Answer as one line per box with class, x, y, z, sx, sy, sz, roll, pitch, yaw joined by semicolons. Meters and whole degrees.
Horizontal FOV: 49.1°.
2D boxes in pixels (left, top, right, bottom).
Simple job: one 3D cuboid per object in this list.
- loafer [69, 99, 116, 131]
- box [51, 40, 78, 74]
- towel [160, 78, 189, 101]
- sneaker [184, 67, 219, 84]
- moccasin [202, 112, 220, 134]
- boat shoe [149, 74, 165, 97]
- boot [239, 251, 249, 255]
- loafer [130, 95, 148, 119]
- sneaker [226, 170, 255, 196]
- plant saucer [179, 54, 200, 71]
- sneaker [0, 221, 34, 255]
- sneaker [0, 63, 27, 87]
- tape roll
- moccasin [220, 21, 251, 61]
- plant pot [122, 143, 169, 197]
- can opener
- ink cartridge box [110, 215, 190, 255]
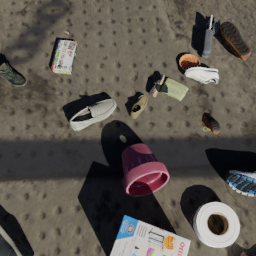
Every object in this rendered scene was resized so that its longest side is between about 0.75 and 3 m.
loafer;-1.456;-0.623;11.808;2.172;0.758;0.759;-33;71;-13
box;-2.976;-3.364;13.207;0.932;0.294;1.693;7;67;3
towel;2.084;-1.754;12.586;1.114;0.203;0.827;29;69;11
sneaker;3.333;-2.353;12.669;1.539;0.588;0.620;3;77;3
moccasin;2.883;-0.113;9.884;0.433;0.457;1.183;8;29;-19
boat shoe;1.299;-1.944;12.557;0.380;0.422;1.173;24;75;5
boot;4.424;4.654;9.786;0.959;0.417;1.153;42;76;14
loafer;0.501;-0.956;12.137;0.465;0.412;1.223;24;69;10
sneaker;5.175;1.987;10.707;2.867;1.075;1.242;16;56;2
plant saucer;2.882;-3.028;13.132;0.972;0.182;0.972;0;68;-1
sneaker;-4.231;4.493;9.700;2.371;0.887;1.259;38;77;24
sneaker;-5.254;-2.389;12.524;1.457;0.835;0.557;32;73;10
tape roll;3.195;3.504;10.200;1.572;0.550;1.572;0;68;0
moccasin;5.081;-4.151;13.338;0.778;0.821;2.127;-33;74;2
plant pot;0.502;1.494;10.548;1.706;1.706;1.527;-17;53;-7
can opener;4.032;-4.407;13.474;0.779;0.622;2.331;9;69;5
ink cartridge box;0.668;4.143;9.323;2.272;1.643;1.672;19;68;8
